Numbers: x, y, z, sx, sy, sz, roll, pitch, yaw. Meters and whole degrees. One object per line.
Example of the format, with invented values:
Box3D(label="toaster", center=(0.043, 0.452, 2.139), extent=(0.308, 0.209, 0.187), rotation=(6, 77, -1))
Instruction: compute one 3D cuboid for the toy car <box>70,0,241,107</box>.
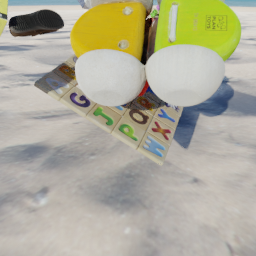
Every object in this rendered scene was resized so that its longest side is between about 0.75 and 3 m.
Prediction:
Box3D(label="toy car", center=(0.440, -1.223, 4.478), extent=(2.480, 1.860, 2.171), rotation=(1, 67, 16))

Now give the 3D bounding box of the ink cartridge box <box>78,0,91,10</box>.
Box3D(label="ink cartridge box", center=(-1.051, -4.642, 8.973), extent=(1.662, 0.794, 1.893), rotation=(-11, 65, -46))

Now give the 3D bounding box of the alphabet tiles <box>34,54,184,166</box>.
Box3D(label="alphabet tiles", center=(0.005, -0.860, 5.689), extent=(2.485, 0.112, 2.972), rotation=(32, 40, -1))

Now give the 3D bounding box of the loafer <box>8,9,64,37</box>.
Box3D(label="loafer", center=(-1.797, -2.017, 5.455), extent=(1.154, 0.421, 0.409), rotation=(-22, 4, -38))

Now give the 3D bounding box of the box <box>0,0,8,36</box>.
Box3D(label="box", center=(-2.598, -2.713, 5.270), extent=(0.531, 2.120, 0.798), rotation=(8, -26, -37))

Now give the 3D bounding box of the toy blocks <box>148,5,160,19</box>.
Box3D(label="toy blocks", center=(1.096, -3.840, 9.277), extent=(0.776, 0.922, 0.862), rotation=(-18, -11, -31))
